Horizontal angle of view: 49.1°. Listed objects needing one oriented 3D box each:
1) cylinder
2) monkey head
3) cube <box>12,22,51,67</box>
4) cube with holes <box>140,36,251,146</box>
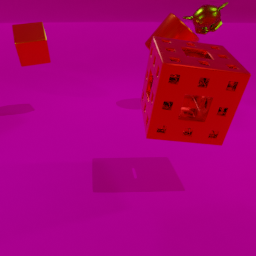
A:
[{"bbox_3d":[1.397,-2.762,8.948,1.254,1.254,1.254,37,21,-16],"label":"cylinder"},{"bbox_3d":[2.664,-3.758,9.527,1.493,0.900,1.074,-12,31,19],"label":"monkey head"},{"bbox_3d":[-2.864,-2.493,8.346,0.881,0.881,0.881,-12,58,-14],"label":"cube"},{"bbox_3d":[0.997,-0.651,4.768,1.291,1.291,1.291,6,34,-6],"label":"cube with holes"}]
